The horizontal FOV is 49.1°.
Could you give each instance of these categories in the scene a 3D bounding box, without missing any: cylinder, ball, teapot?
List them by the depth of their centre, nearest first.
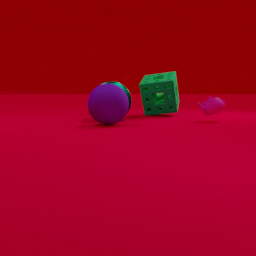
[{"bbox_3d":[-0.610,-0.727,8.635,1.269,1.269,1.269,0,7,0],"label":"ball"},{"bbox_3d":[2.913,-0.788,9.790,1.258,0.616,0.782,-10,-11,-25],"label":"teapot"},{"bbox_3d":[-0.615,-1.002,10.338,1.378,1.378,1.378,-1,7,-5],"label":"cylinder"}]

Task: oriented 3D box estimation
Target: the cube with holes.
[{"bbox_3d":[1.385,-1.490,12.005,1.383,1.383,1.383,-5,24,16],"label":"cube with holes"}]
